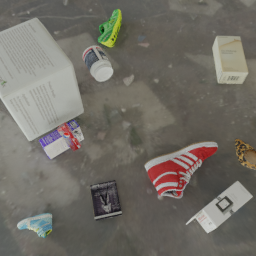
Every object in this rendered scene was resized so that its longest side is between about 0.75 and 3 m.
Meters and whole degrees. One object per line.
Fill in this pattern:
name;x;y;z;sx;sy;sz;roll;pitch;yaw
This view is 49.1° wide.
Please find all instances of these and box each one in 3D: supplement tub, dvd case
supplement tub;-1.328;-2.842;12.368;0.980;0.980;1.397;-23;62;-13
dvd case;-0.780;2.523;9.802;0.943;0.101;1.268;-11;61;-6

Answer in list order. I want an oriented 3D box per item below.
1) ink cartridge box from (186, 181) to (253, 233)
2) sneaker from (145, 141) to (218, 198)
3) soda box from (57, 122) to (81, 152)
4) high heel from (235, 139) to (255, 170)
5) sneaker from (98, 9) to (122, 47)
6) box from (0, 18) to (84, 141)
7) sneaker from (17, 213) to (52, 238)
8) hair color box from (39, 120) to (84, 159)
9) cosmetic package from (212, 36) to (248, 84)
ink cartridge box;2.924;2.699;9.093;2.005;1.161;0.669;-32;66;-16
sneaker;2.114;1.510;9.876;2.738;0.975;1.540;-20;58;-3
soda box;-2.089;0.318;10.001;0.325;1.025;0.359;-31;19;6
high heel;4.661;1.013;9.803;0.800;1.597;2.240;-22;63;-12
sneaker;-0.883;-5.003;13.681;0.971;0.861;2.324;13;61;3
box;-3.592;-1.788;10.603;2.561;2.975;2.990;-30;64;-16
sneaker;-3.023;3.294;9.164;1.134;0.451;0.740;-15;60;-8
hair color box;-2.472;0.431;10.554;1.511;0.826;0.490;-31;56;-17
cosmetic package;4.565;-3.084;12.622;1.134;0.801;2.191;1;61;0
